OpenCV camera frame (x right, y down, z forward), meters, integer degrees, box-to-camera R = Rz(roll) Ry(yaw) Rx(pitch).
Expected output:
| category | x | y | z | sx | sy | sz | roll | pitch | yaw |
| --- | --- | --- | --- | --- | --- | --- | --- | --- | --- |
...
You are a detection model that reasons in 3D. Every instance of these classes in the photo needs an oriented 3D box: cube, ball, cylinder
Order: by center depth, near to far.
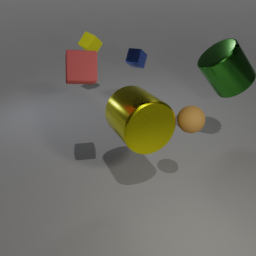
| category | x | y | z | sx | sy | sz | roll | pitch | yaw |
| --- | --- | --- | --- | --- | --- | --- | --- | --- | --- |
| cube | -1.122 | -1.427 | 6.667 | 0.700 | 0.700 | 0.700 | -1 | 4 | -14 |
| ball | 1.593 | -0.217 | 7.080 | 0.700 | 0.700 | 0.700 | 0 | 30 | 0 |
| cylinder | 0.285 | -0.243 | 7.233 | 1.400 | 1.400 | 1.400 | -12 | 28 | -20 |
| cylinder | 3.255 | -1.962 | 9.272 | 1.400 | 1.400 | 1.400 | -34 | 27 | 20 |
| cube | -1.771 | -3.976 | 13.183 | 0.700 | 0.700 | 0.700 | 33 | 2 | 32 |
| cube | 0.399 | -3.291 | 13.236 | 0.700 | 0.700 | 0.700 | 15 | -2 | 30 |
